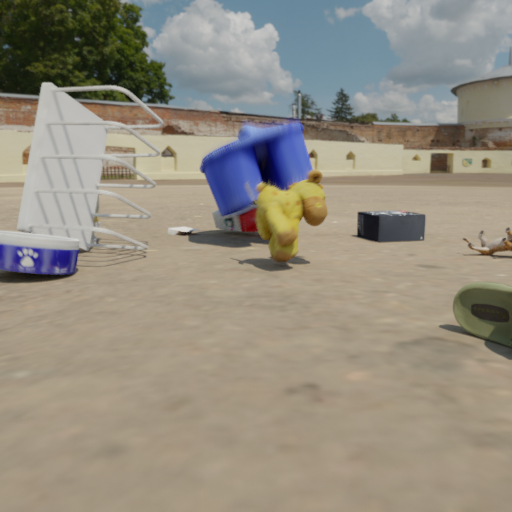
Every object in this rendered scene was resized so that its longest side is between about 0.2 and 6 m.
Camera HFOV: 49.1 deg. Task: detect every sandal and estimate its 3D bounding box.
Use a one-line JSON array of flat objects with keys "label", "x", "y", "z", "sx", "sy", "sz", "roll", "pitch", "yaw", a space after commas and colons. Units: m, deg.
[{"label": "sandal", "x": 2.685, "y": 0.645, "z": 5.439, "sx": 0.566, "sy": 0.787, "sz": 1.982, "roll": 0, "pitch": -1, "yaw": -32}]

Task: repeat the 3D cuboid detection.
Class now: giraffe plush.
[{"label": "giraffe plush", "x": 0.714, "y": -0.843, "z": 10.225, "sx": 1.311, "sy": 1.617, "sz": 1.395, "roll": -21, "pitch": -7, "yaw": -12}]

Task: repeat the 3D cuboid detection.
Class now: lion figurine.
[{"label": "lion figurine", "x": 4.946, "y": -0.206, "z": 11.382, "sx": 1.273, "sy": 0.461, "sz": 0.780, "roll": 1, "pitch": -27, "yaw": 48}]

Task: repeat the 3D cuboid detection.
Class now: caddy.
[{"label": "caddy", "x": -0.050, "y": -2.176, "z": 13.268, "sx": 2.430, "sy": 1.804, "sz": 3.438, "roll": -19, "pitch": 2, "yaw": -9}]

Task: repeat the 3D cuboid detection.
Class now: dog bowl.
[{"label": "dog bowl", "x": -3.770, "y": -0.064, "z": 9.442, "sx": 1.479, "sy": 0.582, "sz": 1.479, "roll": 6, "pitch": 2, "yaw": 0}]

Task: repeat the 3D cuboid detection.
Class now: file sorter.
[{"label": "file sorter", "x": -3.091, "y": -1.664, "z": 11.092, "sx": 1.801, "sy": 2.892, "sz": 2.007, "roll": 3, "pitch": -10, "yaw": 18}]

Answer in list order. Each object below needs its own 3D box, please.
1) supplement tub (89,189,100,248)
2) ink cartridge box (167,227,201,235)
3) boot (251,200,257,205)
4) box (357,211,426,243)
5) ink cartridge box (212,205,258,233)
[{"label": "supplement tub", "x": -4.301, "y": -1.206, "z": 12.695, "sx": 1.460, "sy": 2.008, "sz": 1.460, "roll": 0, "pitch": 9, "yaw": 0}, {"label": "ink cartridge box", "x": -1.933, "y": -0.642, "z": 15.059, "sx": 0.725, "sy": 0.182, "sz": 0.583, "roll": 15, "pitch": 17, "yaw": 42}, {"label": "boot", "x": -0.192, "y": -1.670, "z": 18.277, "sx": 2.313, "sy": 1.121, "sz": 0.864, "roll": 0, "pitch": 9, "yaw": -2}, {"label": "box", "x": 3.385, "y": -0.759, "z": 14.104, "sx": 1.298, "sy": 0.676, "sz": 1.182, "roll": -3, "pitch": 11, "yaw": -17}, {"label": "ink cartridge box", "x": -0.362, "y": -1.025, "z": 14.987, "sx": 1.430, "sy": 0.481, "sz": 0.831, "roll": 9, "pitch": 30, "yaw": 40}]
